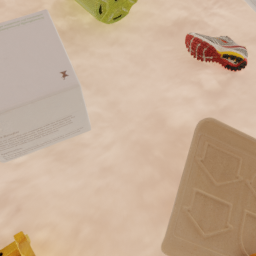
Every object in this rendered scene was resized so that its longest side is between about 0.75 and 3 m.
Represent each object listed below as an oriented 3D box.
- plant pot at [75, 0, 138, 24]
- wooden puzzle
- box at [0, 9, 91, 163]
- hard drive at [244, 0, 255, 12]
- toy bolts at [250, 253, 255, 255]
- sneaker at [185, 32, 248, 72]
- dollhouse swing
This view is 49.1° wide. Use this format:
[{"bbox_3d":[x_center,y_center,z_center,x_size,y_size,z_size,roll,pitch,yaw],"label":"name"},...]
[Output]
[{"bbox_3d":[-0.887,-4.427,8.254,2.456,2.456,2.258,-33,73,-15],"label":"plant pot"},{"bbox_3d":[2.199,1.569,5.900,2.654,0.663,2.865,24,74,-9],"label":"wooden puzzle"},{"bbox_3d":[-2.472,-0.936,6.663,2.439,2.099,2.451,-21,66,-10],"label":"box"},{"bbox_3d":[4.783,-3.963,9.181,1.198,0.242,1.816,-23,66,-11],"label":"hard drive"},{"bbox_3d":[2.739,3.141,4.818,1.509,1.096,1.580,20,94,-8],"label":"toy bolts"},{"bbox_3d":[2.566,-2.320,8.186,1.903,0.741,0.782,23,62,1],"label":"sneaker"},{"bbox_3d":[-2.040,3.143,4.843,1.903,1.841,2.094,-31,69,-14],"label":"dollhouse swing"}]
